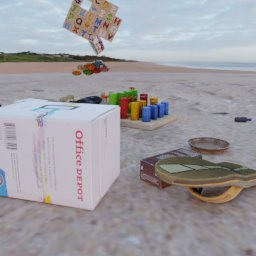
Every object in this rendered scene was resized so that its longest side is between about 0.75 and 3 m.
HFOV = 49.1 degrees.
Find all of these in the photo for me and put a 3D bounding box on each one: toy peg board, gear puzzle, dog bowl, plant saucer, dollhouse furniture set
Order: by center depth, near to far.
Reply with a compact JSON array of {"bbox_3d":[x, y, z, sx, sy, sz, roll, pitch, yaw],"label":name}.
[{"bbox_3d":[2.208,0.492,7.691,1.120,0.205,1.120,0,13,0],"label":"plant saucer"},{"bbox_3d":[0.454,-0.831,11.068,2.304,1.132,2.314,9,17,32],"label":"toy peg board"},{"bbox_3d":[-1.636,-2.381,11.567,1.686,0.221,0.873,-7,-18,25],"label":"gear puzzle"},{"bbox_3d":[-1.620,-4.301,13.859,0.489,1.326,1.326,-29,18,-4],"label":"dog bowl"},{"bbox_3d":[-0.498,-1.717,15.031,1.766,0.920,1.786,-6,15,-24],"label":"dollhouse furniture set"}]

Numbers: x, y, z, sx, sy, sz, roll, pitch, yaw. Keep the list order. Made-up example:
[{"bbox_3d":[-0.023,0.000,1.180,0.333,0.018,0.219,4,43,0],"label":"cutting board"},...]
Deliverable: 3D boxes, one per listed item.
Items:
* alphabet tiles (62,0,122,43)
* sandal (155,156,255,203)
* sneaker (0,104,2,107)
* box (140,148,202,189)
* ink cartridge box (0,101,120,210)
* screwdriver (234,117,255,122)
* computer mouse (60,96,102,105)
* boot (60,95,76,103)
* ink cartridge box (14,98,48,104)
[{"bbox_3d":[-0.949,-3.076,7.928,1.454,1.215,0.055,22,19,-22],"label":"alphabet tiles"},{"bbox_3d":[1.561,0.980,5.043,2.453,0.662,0.985,9,9,-34],"label":"sandal"},{"bbox_3d":[-4.192,-0.358,9.430,0.865,0.999,2.413,-3,14,-12],"label":"sneaker"},{"bbox_3d":[0.923,0.815,5.883,1.265,0.474,0.634,-9,17,-37],"label":"box"},{"bbox_3d":[-1.353,0.380,5.337,2.116,1.552,1.545,5,15,15],"label":"ink cartridge box"},{"bbox_3d":[4.954,-0.332,10.910,1.546,0.216,0.225,0,-15,10],"label":"screwdriver"},{"bbox_3d":[-2.520,-0.896,12.594,2.567,0.591,1.803,-24,29,-33],"label":"computer mouse"},{"bbox_3d":[-3.227,-1.572,15.718,0.933,0.352,1.066,-26,25,-33],"label":"boot"},{"bbox_3d":[-4.425,-0.989,12.863,1.299,0.568,0.944,8,17,33],"label":"ink cartridge box"}]
